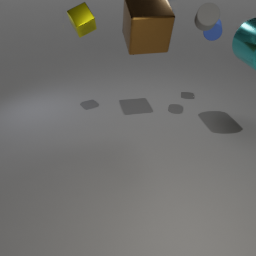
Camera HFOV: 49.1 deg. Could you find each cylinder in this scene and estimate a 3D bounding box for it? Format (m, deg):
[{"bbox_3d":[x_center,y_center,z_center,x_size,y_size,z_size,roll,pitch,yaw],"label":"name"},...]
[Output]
[{"bbox_3d":[3.316,-3.892,10.978,0.700,0.700,0.700,6,42,10],"label":"cylinder"},{"bbox_3d":[4.133,-2.492,8.507,1.400,1.400,1.400,-4,33,-8],"label":"cylinder"},{"bbox_3d":[2.514,-3.531,8.934,0.700,0.700,0.700,3,7,6],"label":"cylinder"}]

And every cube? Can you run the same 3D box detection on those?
[{"bbox_3d":[0.634,-3.505,9.495,1.400,1.400,1.400,-6,54,-9],"label":"cube"},{"bbox_3d":[-1.558,-3.663,9.526,0.700,0.700,0.700,-30,-10,-6],"label":"cube"}]
